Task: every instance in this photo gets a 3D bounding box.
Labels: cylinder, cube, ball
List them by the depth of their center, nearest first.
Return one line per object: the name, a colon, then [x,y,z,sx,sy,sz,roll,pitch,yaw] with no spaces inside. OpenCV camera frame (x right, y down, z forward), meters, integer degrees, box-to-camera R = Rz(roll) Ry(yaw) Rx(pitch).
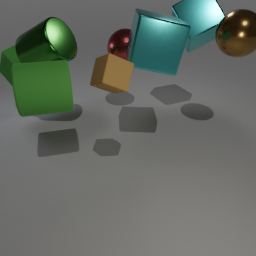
cube: [-0.390,-1.272,6.653,0.700,0.700,0.700,15,-5,-32]
cylinder: [-2.264,-1.072,7.565,1.400,1.400,1.400,-7,33,-13]
cube: [0.790,-2.502,8.091,1.400,1.400,1.400,9,28,-9]
ball: [3.400,-2.879,8.569,1.400,1.400,1.400,0,32,0]
cylinder: [-2.598,-2.594,8.977,1.400,1.400,1.400,-16,23,30]
cube: [2.502,-3.834,10.105,1.400,1.400,1.400,-27,-8,6]
cube: [-3.792,-2.293,10.601,1.400,1.400,1.400,49,56,-3]
ball: [-0.092,-3.037,10.621,1.400,1.400,1.400,0,32,0]
